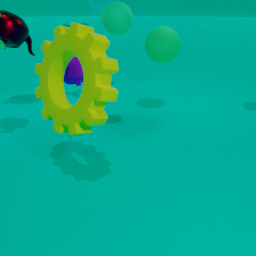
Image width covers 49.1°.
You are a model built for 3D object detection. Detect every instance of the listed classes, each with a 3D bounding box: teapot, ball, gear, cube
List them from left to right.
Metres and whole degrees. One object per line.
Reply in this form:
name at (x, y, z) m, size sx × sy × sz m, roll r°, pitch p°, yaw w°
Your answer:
teapot at (-3.733, -2.935, 8.712) m, size 1.295 × 1.020 × 2.082 m, roll 6°, pitch -9°, yaw 42°
gear at (-0.964, -0.818, 4.876) m, size 1.858 × 1.858 × 0.344 m, roll 20°, pitch 16°, yaw 38°
teapot at (-1.244, -1.283, 6.520) m, size 0.781 × 0.615 × 1.255 m, roll -18°, pitch -5°, yaw 21°
cube at (-1.035, -4.889, 9.772) m, size 1.055 × 1.055 × 1.055 m, roll -28°, pitch -24°, yaw 12°
ball at (-0.245, -2.500, 6.418) m, size 0.722 × 0.722 × 0.722 m, roll 0°, pitch 24°, yaw 0°
ball at (1.057, -2.529, 8.536) m, size 1.082 × 1.082 × 1.082 m, roll 0°, pitch 24°, yaw 0°

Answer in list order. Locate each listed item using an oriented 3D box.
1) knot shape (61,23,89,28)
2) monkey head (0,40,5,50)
knot shape at (-1.726, -3.123, 9.665) m, size 1.240 × 0.573 × 1.160 m, roll -9°, pitch -18°, yaw 32°
monkey head at (-3.373, -2.290, 5.923) m, size 1.619 × 0.975 × 1.165 m, roll 27°, pitch 32°, yaw -18°
